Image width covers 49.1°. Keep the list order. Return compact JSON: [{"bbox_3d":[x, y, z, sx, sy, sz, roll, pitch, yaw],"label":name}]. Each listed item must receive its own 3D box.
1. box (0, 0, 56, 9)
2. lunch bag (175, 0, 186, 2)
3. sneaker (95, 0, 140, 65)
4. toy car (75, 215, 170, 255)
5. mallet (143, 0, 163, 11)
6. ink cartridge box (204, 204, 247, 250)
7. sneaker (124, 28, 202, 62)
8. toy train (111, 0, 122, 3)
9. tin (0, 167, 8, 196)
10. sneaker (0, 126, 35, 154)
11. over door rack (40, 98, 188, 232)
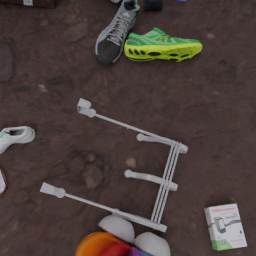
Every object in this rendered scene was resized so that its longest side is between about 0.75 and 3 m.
[{"bbox_3d":[-3.239,-4.994,8.096,2.328,1.932,1.912,3,72,-14],"label":"box"},{"bbox_3d":[1.503,-4.468,8.825,0.864,0.735,0.551,10,71,4],"label":"lunch bag"},{"bbox_3d":[-0.260,-2.875,7.853,0.785,1.209,2.093,25,69,-9],"label":"sneaker"},{"bbox_3d":[-0.127,2.907,5.755,2.103,1.577,1.840,25,72,8],"label":"toy car"},{"bbox_3d":[0.638,-4.524,9.090,0.611,0.382,1.856,-12,66,-3],"label":"mallet"},{"bbox_3d":[2.275,2.310,6.589,0.693,0.400,0.953,-7,71,-3],"label":"ink cartridge box"},{"bbox_3d":[1.027,-2.462,8.061,2.245,0.831,0.938,2,74,1],"label":"sneaker"},{"bbox_3d":[-0.023,-4.988,8.824,1.411,1.055,2.476,38,75,14],"label":"toy train"},{"bbox_3d":[-3.323,1.329,7.079,0.443,0.166,0.791,-24,72,-13],"label":"tin"},{"bbox_3d":[-3.192,0.257,7.190,1.465,0.648,0.551,-22,73,-7],"label":"sneaker"},{"bbox_3d":[-0.219,0.918,6.638,2.994,0.997,2.212,23,71,-14],"label":"over door rack"}]
